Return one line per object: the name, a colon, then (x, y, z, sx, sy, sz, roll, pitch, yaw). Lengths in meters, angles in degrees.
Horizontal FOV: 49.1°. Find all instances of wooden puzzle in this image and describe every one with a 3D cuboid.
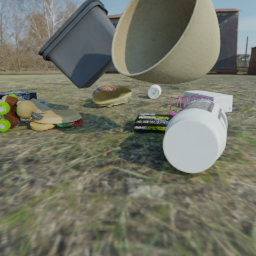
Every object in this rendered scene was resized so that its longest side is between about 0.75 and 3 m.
wooden puzzle: (-4.210, -0.830, 12.293, 1.298, 0.261, 1.403, 30, 25, 16)

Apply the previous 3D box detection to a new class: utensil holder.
utensil holder: (1.679, -2.293, 17.831, 0.820, 0.820, 0.965, 2, 17, 10)

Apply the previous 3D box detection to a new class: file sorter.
file sorter: (2.596, -0.901, 11.888, 1.411, 0.885, 0.981, -4, 14, -18)

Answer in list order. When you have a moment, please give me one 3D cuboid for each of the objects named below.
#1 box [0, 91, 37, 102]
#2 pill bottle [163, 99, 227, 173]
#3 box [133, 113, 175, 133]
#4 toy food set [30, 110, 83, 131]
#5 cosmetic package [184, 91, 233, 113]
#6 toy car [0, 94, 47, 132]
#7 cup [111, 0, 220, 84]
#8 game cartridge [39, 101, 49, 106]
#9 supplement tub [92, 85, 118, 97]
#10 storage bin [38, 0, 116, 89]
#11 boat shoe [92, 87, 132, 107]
box: (-5.308, -1.196, 13.068, 1.500, 0.929, 1.474, 6, 13, 22)
pill bottle: (1.650, 0.122, 6.702, 1.359, 1.359, 2.389, 5, 14, 20)
box: (1.110, -0.181, 9.968, 1.673, 0.397, 1.615, 3, 17, 10)
toy food set: (-2.612, -0.318, 10.400, 1.849, 0.454, 1.868, -3, 14, -11)
cosmetic package: (3.851, -1.309, 13.676, 1.170, 0.852, 2.301, -6, 14, -24)
toy car: (-3.668, -0.504, 9.886, 1.508, 1.190, 1.239, 5, 21, -7)
cup: (1.193, -2.210, 7.135, 1.975, 2.761, 2.761, 22, -2, -38)
game cartridge: (-5.007, -1.256, 14.755, 1.393, 0.267, 0.903, -13, 15, -43)
supplement tub: (-1.291, -1.981, 16.276, 0.925, 0.925, 1.730, 9, 17, 32)
storage bin: (-1.444, -2.920, 10.489, 2.908, 1.953, 2.116, -39, 0, 15)
boat shoe: (-0.822, -1.505, 14.897, 1.018, 0.878, 2.792, 29, 32, 23)
